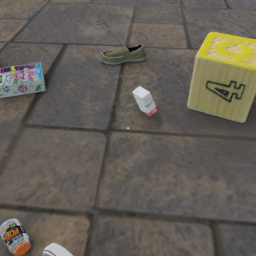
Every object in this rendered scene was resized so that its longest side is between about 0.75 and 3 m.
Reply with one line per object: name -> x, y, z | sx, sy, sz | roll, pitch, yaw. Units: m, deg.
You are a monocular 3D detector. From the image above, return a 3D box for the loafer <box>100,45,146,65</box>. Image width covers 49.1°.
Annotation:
loafer -> -0.241, -3.673, 13.609 | 2.299, 0.801, 0.864 | -9, 44, -10

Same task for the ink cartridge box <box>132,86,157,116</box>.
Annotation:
ink cartridge box -> 0.629, -0.999, 10.427 | 0.404, 0.952, 0.693 | -40, 43, -10

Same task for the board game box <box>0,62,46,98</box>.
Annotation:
board game box -> -4.669, -2.073, 12.042 | 2.019, 0.649, 1.490 | -12, 45, -13

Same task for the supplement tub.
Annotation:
supplement tub -> -2.816, 2.741, 7.012 | 0.520, 0.520, 0.849 | -32, 52, -29

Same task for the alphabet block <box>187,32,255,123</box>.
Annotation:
alphabet block -> 3.761, -1.966, 10.671 | 2.294, 2.336, 2.281 | 16, 45, 17

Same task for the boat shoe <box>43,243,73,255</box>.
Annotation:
boat shoe -> -1.172, 3.723, 5.513 | 2.934, 1.096, 1.361 | 35, 46, 30
